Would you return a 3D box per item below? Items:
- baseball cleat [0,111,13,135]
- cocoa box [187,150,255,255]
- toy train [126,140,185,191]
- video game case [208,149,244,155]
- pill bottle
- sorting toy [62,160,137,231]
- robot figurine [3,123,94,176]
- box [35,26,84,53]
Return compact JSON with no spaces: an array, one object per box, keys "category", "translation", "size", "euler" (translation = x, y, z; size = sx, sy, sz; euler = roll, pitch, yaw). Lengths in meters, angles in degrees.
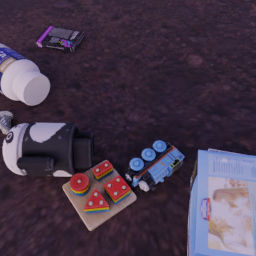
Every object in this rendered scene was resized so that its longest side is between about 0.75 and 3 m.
[{"category":"baseball cleat","translation":[-3.688,-0.179,8.506],"size":[1.182,0.412,0.629],"euler":[36,59,26]},{"category":"cocoa box","translation":[2.130,1.866,5.997],"size":[1.556,1.531,2.333],"euler":[6,50,9]},{"category":"toy train","translation":[0.702,0.999,7.366],"size":[1.583,0.686,0.904],"euler":[-35,64,-26]},{"category":"video game case","translation":[2.763,1.065,7.549],"size":[1.191,0.137,1.085],"euler":[9,43,8]},{"category":"pill bottle","translation":[-3.720,-1.715,9.152],"size":[2.328,1.393,1.393],"euler":[31,57,24]},{"category":"sorting toy","translation":[-0.739,1.536,7.009],"size":[1.389,0.486,1.398],"euler":[-29,56,-22]},{"category":"robot figurine","translation":[-2.027,0.532,7.242],"size":[2.255,1.694,1.407],"euler":[1,70,1]},{"category":"box","translation":[-2.773,-3.645,11.496],"size":[1.668,0.301,1.193],"euler":[12,52,11]}]
